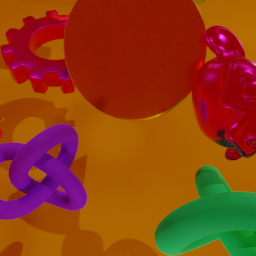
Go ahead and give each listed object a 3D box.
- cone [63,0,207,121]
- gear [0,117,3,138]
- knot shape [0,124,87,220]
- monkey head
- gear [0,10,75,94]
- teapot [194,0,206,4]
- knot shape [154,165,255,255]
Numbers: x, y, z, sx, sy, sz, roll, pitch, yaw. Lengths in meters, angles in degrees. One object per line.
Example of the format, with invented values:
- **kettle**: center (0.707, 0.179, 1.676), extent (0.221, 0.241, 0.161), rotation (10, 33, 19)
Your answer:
- **cone**: center (0.213, -1.106, 3.947), extent (1.658, 1.658, 1.664), rotation (14, 18, 9)
- **gear**: center (-2.883, -0.195, 4.493), extent (0.309, 1.672, 1.672), rotation (-38, 58, 21)
- **knot shape**: center (-1.111, 0.554, 3.166), extent (1.200, 1.282, 0.593), rotation (-9, 34, -14)
- **monkey head**: center (1.178, -0.281, 2.693), extent (1.065, 1.481, 0.892), rotation (-14, 16, 4)
- **gear**: center (-1.318, -1.526, 5.379), extent (2.029, 0.375, 2.029), rotation (1, 54, -2)
- **teapot**: center (1.428, -3.003, 6.146), extent (0.900, 0.709, 1.447), rotation (-8, 17, -31)
- **knot shape**: center (1.472, 1.106, 2.997), extent (1.958, 2.092, 0.967), rotation (13, 93, 32)
